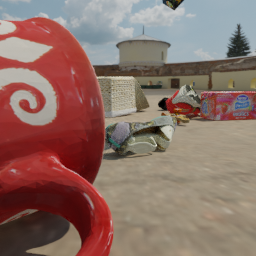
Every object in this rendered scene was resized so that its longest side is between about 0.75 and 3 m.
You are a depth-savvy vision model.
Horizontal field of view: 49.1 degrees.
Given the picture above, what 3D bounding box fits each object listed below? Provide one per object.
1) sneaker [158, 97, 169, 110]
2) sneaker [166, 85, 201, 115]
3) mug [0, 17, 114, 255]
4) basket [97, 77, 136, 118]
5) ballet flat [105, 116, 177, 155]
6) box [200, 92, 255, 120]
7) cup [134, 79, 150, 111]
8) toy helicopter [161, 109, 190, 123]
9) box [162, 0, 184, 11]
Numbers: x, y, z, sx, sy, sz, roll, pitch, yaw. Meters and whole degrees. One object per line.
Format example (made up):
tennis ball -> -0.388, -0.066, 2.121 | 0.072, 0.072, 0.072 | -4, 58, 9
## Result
sneaker -> 2.210, -1.166, 13.578 | 1.613, 0.619, 0.897 | 2, 1, 41
sneaker -> 2.093, -0.926, 10.625 | 1.216, 1.103, 2.865 | -32, -15, 18
mug -> -1.345, 0.093, 1.415 | 2.123, 1.595, 2.391 | 5, 12, 42
basket -> -0.889, -1.277, 11.172 | 1.863, 1.512, 1.880 | 6, 14, 32
ballet flat -> 0.380, 0.170, 4.763 | 1.712, 0.616, 0.616 | -7, 11, -41
box -> 3.669, -0.806, 9.885 | 1.999, 0.946, 1.026 | -2, 8, -16
cup -> 0.181, -1.401, 13.205 | 1.096, 1.533, 1.533 | -28, 9, 1
toy helicopter -> 1.450, -0.301, 8.353 | 0.696, 0.415, 1.052 | -3, 13, -20
box -> 1.308, -3.416, 5.319 | 0.359, 1.907, 1.302 | 42, -1, 25
